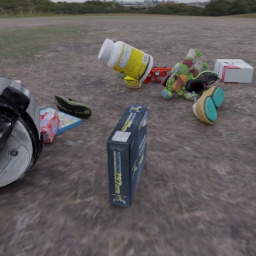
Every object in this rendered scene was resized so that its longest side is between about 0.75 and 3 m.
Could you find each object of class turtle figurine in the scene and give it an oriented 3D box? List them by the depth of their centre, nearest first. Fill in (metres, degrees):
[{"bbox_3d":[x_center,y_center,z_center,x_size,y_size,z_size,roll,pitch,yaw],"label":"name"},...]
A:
[{"bbox_3d":[2.344,-1.873,10.649,1.558,2.099,2.165,38,-10,-6],"label":"turtle figurine"}]

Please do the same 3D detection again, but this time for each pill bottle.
[{"bbox_3d":[-0.090,-2.339,9.565,1.716,0.965,0.965,22,21,-19],"label":"pill bottle"}]

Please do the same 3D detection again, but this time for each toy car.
[{"bbox_3d":[0.426,-2.546,13.238,2.851,0.636,2.683,-19,32,-34],"label":"toy car"}]

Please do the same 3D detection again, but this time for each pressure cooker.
[{"bbox_3d":[-3.040,0.155,6.098,2.226,2.191,2.492,-10,25,-12],"label":"pressure cooker"}]

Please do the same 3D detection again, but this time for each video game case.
[{"bbox_3d":[-2.519,-0.246,9.163,1.664,0.148,1.191,20,33,34],"label":"video game case"}]

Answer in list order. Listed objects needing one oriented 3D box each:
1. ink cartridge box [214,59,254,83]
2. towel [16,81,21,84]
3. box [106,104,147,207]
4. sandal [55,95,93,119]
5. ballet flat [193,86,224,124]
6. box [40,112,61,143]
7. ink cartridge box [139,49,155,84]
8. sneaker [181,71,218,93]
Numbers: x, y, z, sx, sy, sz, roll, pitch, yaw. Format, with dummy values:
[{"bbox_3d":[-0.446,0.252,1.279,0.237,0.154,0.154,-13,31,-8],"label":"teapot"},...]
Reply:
[{"bbox_3d":[5.074,-2.795,13.589,1.286,0.738,1.770,0,27,1],"label":"ink cartridge box"},{"bbox_3d":[-5.475,-1.813,12.234,1.322,0.213,1.262,-2,26,-6],"label":"towel"},{"bbox_3d":[0.042,0.512,6.132,0.486,1.502,1.905,6,27,13],"label":"box"},{"bbox_3d":[-1.866,-0.732,9.668,1.569,0.623,0.448,20,37,17],"label":"sandal"},{"bbox_3d":[2.683,-0.719,9.626,0.828,0.901,2.627,-17,12,34],"label":"ballet flat"},{"bbox_3d":[-2.355,-0.027,8.127,0.471,0.451,0.945,-4,39,10],"label":"box"},{"bbox_3d":[0.743,-2.881,13.099,1.204,0.575,1.371,30,46,-6],"label":"ink cartridge box"},{"bbox_3d":[3.048,-1.837,11.861,2.039,0.782,0.854,-20,46,-23],"label":"sneaker"}]
